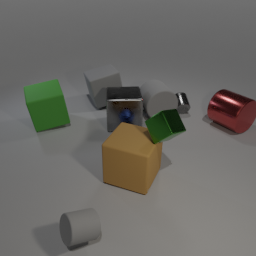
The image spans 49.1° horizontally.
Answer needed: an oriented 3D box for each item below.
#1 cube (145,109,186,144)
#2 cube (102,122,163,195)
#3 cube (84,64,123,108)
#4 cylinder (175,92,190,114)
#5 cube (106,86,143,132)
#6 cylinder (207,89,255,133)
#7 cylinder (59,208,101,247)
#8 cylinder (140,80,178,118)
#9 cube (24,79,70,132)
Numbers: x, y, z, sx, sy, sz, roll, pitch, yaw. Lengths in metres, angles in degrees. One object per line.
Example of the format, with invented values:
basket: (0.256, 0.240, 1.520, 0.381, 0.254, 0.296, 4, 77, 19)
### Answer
cube: (1.032, -0.052, 7.736, 0.700, 0.700, 0.700, -11, -17, -46)
cube: (0.157, 0.862, 8.363, 1.400, 1.400, 1.400, 13, 33, 19)
cube: (-1.113, -1.974, 13.086, 1.400, 1.400, 1.400, -20, 33, -11)
cylinder: (2.348, -1.102, 12.451, 0.700, 0.700, 0.700, -4, 56, -8)
cube: (-0.166, -0.789, 11.393, 1.400, 1.400, 1.400, -2, 29, -3)
cylinder: (4.167, -0.690, 11.207, 1.400, 1.400, 1.400, -18, 34, -29)
cylinder: (-1.073, 2.198, 6.250, 0.700, 0.700, 0.700, 0, 25, -36)
cylinder: (1.265, -1.219, 12.149, 1.400, 1.400, 1.400, -7, 30, -13)
cube: (-3.271, -0.931, 11.321, 1.400, 1.400, 1.400, -16, 40, -13)
